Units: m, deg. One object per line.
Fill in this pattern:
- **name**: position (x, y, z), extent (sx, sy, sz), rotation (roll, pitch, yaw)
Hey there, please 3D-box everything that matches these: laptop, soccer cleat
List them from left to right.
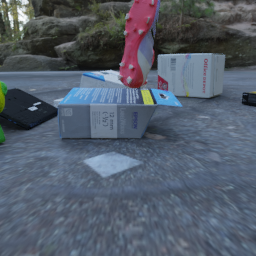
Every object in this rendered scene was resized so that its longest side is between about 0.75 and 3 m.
- **laptop**: position (-3.984, -0.344, 8.743), extent (2.862, 1.478, 2.536), rotation (27, 16, 1)
- **soccer cleat**: position (0.271, -1.597, 5.192), extent (0.586, 1.756, 0.671), rotation (26, 22, 33)

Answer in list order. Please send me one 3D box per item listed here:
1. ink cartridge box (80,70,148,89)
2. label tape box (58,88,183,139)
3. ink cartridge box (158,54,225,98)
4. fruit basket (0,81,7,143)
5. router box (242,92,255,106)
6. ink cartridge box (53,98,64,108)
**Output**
- **ink cartridge box**: position (-0.507, -1.530, 11.044), extent (1.827, 1.071, 2.494), rotation (18, 20, 17)
- **label tape box**: position (-0.194, -0.445, 7.348), extent (2.850, 0.942, 2.042), rotation (2, 18, -1)
- **ink cartridge box**: position (3.240, -2.727, 14.347), extent (2.860, 2.078, 2.068), rotation (10, 17, 35)
- **fruit basket**: position (-3.373, -0.348, 6.429), extent (1.687, 1.217, 1.687), rotation (-7, 26, 4)
- **router box**: position (5.808, -1.107, 11.040), extent (1.540, 0.511, 1.958), rotation (-7, 15, -27)
- **ink cartridge box**: position (-2.217, -0.868, 10.335), extent (0.687, 0.399, 0.953), rotation (4, 14, 14)
